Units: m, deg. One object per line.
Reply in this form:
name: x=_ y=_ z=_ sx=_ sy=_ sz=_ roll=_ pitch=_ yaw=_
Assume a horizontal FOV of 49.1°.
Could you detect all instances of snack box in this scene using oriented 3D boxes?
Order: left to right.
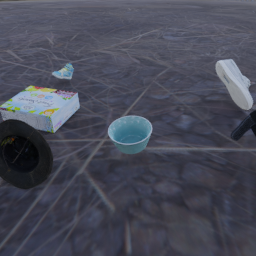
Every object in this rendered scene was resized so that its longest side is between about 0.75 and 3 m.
snack box: x=-2.476 y=-0.588 z=8.001 sx=1.694 sy=0.573 sz=1.429 roll=10 pitch=36 yaw=20

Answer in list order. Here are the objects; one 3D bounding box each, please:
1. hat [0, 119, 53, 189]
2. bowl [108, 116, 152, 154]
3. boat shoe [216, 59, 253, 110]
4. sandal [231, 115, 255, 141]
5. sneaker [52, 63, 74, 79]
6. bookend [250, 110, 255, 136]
hat: x=-2.055 y=0.481 z=5.575 sx=1.422 sy=1.422 sz=0.574 roll=5 pitch=9 yaw=9
bowl: x=0.064 y=0.201 z=6.003 sx=0.931 sy=0.487 sz=0.931 roll=-4 pitch=41 yaw=4
boat shoe: x=3.477 y=-1.424 z=8.840 sx=0.648 sy=0.681 sz=1.892 roll=-19 pitch=57 yaw=-7
sandal: x=2.787 y=-0.059 z=6.699 sx=0.858 sy=0.326 sz=0.184 roll=-39 pitch=19 yaw=2
sneaker: x=-2.388 y=-2.146 z=10.400 sx=0.361 sy=0.592 sz=0.907 roll=36 pitch=22 yaw=22
bookend: x=2.934 y=0.019 z=5.313 sx=1.679 sy=0.778 sz=1.689 roll=28 pitch=36 yaw=-38
